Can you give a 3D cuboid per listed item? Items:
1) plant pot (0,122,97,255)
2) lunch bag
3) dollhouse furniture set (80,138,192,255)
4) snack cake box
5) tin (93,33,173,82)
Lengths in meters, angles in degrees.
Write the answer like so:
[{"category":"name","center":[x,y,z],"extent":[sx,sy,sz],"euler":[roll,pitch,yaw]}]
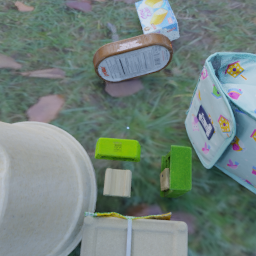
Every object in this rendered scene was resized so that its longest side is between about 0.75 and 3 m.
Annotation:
[{"category":"plant pot","center":[-2.095,0.957,4.136],"extent":[2.843,2.603,2.843],"euler":[-1,76,5]},{"category":"lunch bag","center":[2.434,0.000,5.537],"extent":[2.761,2.352,1.684],"euler":[33,66,19]},{"category":"dollhouse furniture set","center":[0.148,1.690,5.159],"extent":[1.783,1.366,2.722],"euler":[4,73,-1]},{"category":"snack cake box","center":[0.927,-3.541,9.170],"extent":[1.052,0.614,1.829],"euler":[-17,53,7]},{"category":"tin","center":[0.136,-1.846,7.508],"extent":[2.168,1.214,0.454],"euler":[-13,57,6]}]
